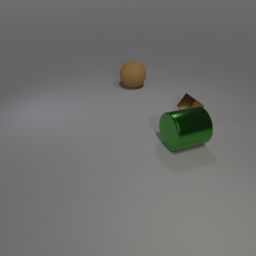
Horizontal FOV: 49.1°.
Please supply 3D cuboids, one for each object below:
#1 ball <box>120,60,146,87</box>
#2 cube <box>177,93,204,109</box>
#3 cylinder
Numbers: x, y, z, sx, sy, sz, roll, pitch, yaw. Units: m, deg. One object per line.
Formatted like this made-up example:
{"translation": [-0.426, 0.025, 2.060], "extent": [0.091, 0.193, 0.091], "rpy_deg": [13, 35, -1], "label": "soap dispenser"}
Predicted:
{"translation": [0.264, -2.846, 14.773], "extent": [1.400, 1.400, 1.400], "rpy_deg": [0, 31, 0], "label": "ball"}
{"translation": [2.673, -0.943, 11.992], "extent": [0.700, 0.700, 0.700], "rpy_deg": [23, 19, -42], "label": "cube"}
{"translation": [2.050, 0.010, 10.041], "extent": [1.400, 1.400, 1.400], "rpy_deg": [-12, 33, -20], "label": "cylinder"}
